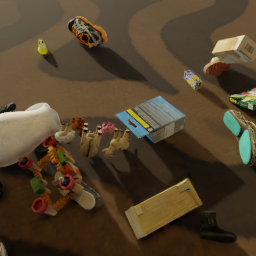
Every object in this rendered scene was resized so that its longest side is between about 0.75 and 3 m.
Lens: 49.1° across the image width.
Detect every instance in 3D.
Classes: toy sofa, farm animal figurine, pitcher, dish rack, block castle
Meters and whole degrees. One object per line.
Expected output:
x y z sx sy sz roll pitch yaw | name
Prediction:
0.896 2.103 7.292 1.855 0.905 0.768 -21 71 -22 | toy sofa
-1.039 0.435 8.739 2.025 1.056 2.003 14 12 7 | farm animal figurine
-3.493 0.056 8.865 2.547 1.544 2.185 -26 31 -15 | pitcher
-2.906 0.293 9.502 0.895 0.318 1.167 -28 50 -26 | dish rack
-2.170 1.238 7.658 1.320 0.927 1.976 -39 49 1 | block castle

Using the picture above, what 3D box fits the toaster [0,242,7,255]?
-3.047 3.088 6.151 0.780 0.687 1.208 -19 43 -25 | toaster

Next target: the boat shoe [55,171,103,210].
-1.405 1.748 7.828 1.706 0.486 0.570 28 92 34 | boat shoe

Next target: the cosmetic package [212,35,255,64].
2.844 -2.055 7.444 0.620 0.419 1.179 30 2 -16 | cosmetic package

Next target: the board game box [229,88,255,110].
5.403 -1.297 11.013 2.506 0.294 1.313 -17 29 -18 | board game box

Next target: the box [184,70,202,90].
2.796 -2.093 12.099 0.326 0.356 1.015 -13 44 -14 | box

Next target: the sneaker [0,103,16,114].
-4.674 -0.613 10.561 0.409 0.354 0.935 5 38 34 | sneaker

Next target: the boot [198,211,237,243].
2.242 2.470 7.063 0.922 0.347 0.689 7 42 9 | boot

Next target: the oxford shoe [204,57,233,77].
3.971 -2.824 12.742 1.937 0.686 0.715 -21 41 -36 | oxford shoe

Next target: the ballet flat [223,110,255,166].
3.973 0.240 9.234 0.935 0.842 2.484 4 38 -7 | ballet flat

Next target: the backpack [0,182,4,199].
-4.661 1.540 7.364 2.015 1.356 1.840 24 48 26 | backpack

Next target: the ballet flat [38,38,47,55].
-4.434 -4.214 14.385 0.438 0.439 1.310 -13 44 -14 | ballet flat

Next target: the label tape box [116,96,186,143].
0.774 -0.216 9.811 2.013 0.637 1.451 -24 47 -24 | label tape box

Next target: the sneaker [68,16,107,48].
-2.401 -5.082 14.923 2.823 1.105 1.090 32 62 33 | sneaker
